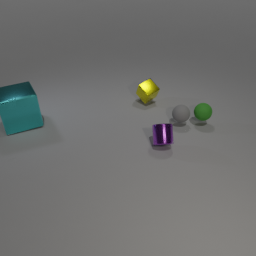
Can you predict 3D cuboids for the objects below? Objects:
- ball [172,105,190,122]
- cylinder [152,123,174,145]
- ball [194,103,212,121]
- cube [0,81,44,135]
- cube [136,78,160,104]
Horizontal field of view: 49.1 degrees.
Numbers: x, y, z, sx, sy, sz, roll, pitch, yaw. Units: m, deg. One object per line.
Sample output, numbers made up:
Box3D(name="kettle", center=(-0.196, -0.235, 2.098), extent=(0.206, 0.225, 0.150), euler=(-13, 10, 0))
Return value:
Box3D(name="ball", center=(2.072, -0.564, 10.924), extent=(0.700, 0.700, 0.700), euler=(0, 31, 0))
Box3D(name="cylinder", center=(1.203, 0.224, 9.662), extent=(0.700, 0.700, 0.700), euler=(-3, -4, 0))
Box3D(name="ball", center=(2.928, -0.631, 10.933), extent=(0.700, 0.700, 0.700), euler=(0, 31, 0))
Box3D(name="cube", center=(-4.254, -0.799, 10.882), extent=(1.400, 1.400, 1.400), euler=(-17, 37, -22))
Box3D(name="cube", center=(0.878, -1.649, 12.547), extent=(0.700, 0.700, 0.700), euler=(-33, 74, -22))
